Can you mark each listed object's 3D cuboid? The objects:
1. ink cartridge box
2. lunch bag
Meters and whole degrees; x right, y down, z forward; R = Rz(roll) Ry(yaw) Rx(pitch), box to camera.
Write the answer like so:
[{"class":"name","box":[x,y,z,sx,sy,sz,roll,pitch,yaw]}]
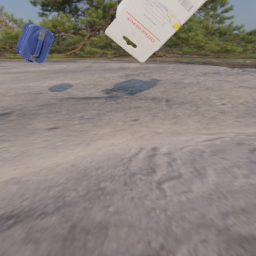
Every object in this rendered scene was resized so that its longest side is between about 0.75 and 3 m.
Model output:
[{"class":"ink cartridge box","box":[0.772,-3.399,7.941,1.611,2.767,0.934,34,32,-24]},{"class":"lunch bag","box":[-3.190,-2.842,9.540,0.890,1.310,0.866,15,12,-38]}]
